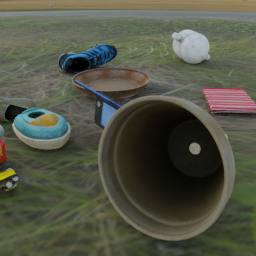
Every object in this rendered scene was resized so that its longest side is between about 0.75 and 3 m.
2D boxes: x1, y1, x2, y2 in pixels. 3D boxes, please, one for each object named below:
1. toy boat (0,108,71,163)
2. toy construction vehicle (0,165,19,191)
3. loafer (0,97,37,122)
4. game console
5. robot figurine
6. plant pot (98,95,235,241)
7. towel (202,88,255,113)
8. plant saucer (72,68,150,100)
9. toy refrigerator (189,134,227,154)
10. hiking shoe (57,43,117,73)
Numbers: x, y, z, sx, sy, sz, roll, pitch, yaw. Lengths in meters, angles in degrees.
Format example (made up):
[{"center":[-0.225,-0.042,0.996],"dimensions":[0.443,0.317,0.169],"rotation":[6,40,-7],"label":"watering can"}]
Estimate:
[{"center":[-2.301,0.050,6.446],"dimensions":[1.637,0.905,1.947],"rotation":[21,33,34],"label":"toy boat"},{"center":[-2.932,1.008,5.157],"dimensions":[1.455,0.512,1.267],"rotation":[-26,48,-36],"label":"toy construction vehicle"},{"center":[-3.504,-0.522,7.824],"dimensions":[1.782,0.670,0.621],"rotation":[-7,23,-13],"label":"loafer"},{"center":[-0.572,-0.333,6.508],"dimensions":[0.882,1.272,1.490],"rotation":[-14,34,-39],"label":"game console"},{"center":[3.083,-4.022,13.821],"dimensions":[2.136,1.422,2.518],"rotation":[23,21,-20],"label":"robot figurine"},{"center":[0.842,0.477,4.722],"dimensions":[2.089,2.089,1.813],"rotation":[17,16,29],"label":"plant pot"},{"center":[3.229,-0.906,9.024],"dimensions":[1.424,0.221,1.968],"rotation":[1,27,6],"label":"towel"},{"center":[-0.599,-1.588,10.102],"dimensions":[2.778,0.508,2.778],"rotation":[0,28,0],"label":"plant saucer"},{"center":[1.622,0.341,6.319],"dimensions":[1.128,0.428,0.395],"rotation":[3,17,12],"label":"toy refrigerator"},{"center":[-1.654,-2.963,12.444],"dimensions":[2.783,1.035,1.207],"rotation":[-21,39,-17],"label":"hiking shoe"}]
